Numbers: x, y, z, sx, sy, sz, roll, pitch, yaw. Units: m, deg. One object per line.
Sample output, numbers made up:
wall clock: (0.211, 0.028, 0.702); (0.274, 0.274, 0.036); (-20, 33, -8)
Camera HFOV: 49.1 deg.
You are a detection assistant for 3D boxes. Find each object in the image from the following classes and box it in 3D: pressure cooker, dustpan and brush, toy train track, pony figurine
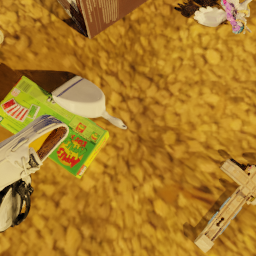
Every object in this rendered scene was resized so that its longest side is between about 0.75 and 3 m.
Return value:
pressure cooker: (-3.034, 1.475, 6.356); (1.766, 1.554, 1.578); (20, 76, 4)
dustpan and brush: (-0.837, -0.555, 7.205); (1.908, 0.546, 1.331); (25, 38, 10)
toy train track: (2.673, 1.839, 6.838); (1.617, 0.459, 2.819); (42, 80, 10)
pony figurine: (2.875, -3.450, 7.847); (1.569, 1.354, 1.626); (27, 63, -3)

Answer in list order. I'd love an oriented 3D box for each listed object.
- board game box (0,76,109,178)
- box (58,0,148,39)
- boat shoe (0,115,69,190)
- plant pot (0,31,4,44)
board game box: (-1.965, -0.026, 7.194); (2.667, 0.635, 1.355); (33, 78, 8)
box: (-0.778, -4.076, 7.553); (2.246, 1.845, 1.864); (-36, 79, -8)
boat shoe: (-1.363, 0.380, 3.693); (0.501, 0.509, 1.436); (19, 51, 37)
plant pot: (-4.301, -1.395, 6.884); (2.285, 2.285, 2.092); (-2, 87, 0)
